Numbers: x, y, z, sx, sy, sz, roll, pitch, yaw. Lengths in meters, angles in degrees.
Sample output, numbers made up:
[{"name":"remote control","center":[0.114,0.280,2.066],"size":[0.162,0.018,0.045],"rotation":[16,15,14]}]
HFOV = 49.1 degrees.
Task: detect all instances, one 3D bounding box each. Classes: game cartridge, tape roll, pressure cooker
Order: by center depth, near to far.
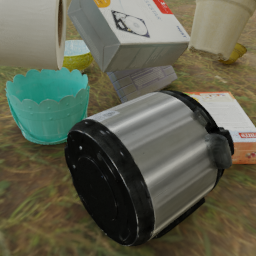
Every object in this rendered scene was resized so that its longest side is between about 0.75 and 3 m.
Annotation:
[{"name":"pressure cooker","center":[0.510,0.573,5.601],"size":[2.847,2.543,2.504],"rotation":[-26,57,-33]},{"name":"tape roll","center":[-2.146,-2.343,6.043],"size":[1.432,2.085,2.085],"rotation":[3,34,-9]},{"name":"game cartridge","center":[0.528,-2.110,10.507],"size":[2.866,1.858,0.550],"rotation":[-29,8,-36]}]

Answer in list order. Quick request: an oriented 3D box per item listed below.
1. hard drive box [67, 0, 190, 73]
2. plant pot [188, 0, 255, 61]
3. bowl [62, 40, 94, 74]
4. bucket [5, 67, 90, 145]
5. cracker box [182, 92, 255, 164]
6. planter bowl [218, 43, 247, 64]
[{"name":"hard drive box","center":[0.106,-3.002,8.359],"size":[2.993,1.150,2.333],"rotation":[-17,70,-40]},{"name":"plant pot","center":[2.266,-2.573,7.120],"size":[1.619,1.482,1.619],"rotation":[17,11,-3]},{"name":"bowl","center":[-2.407,-2.981,12.228],"size":[2.107,1.134,2.107],"rotation":[-1,35,1]},{"name":"bucket","center":[-2.316,-0.699,8.486],"size":[2.404,1.564,2.404],"rotation":[-1,34,0]},{"name":"cracker box","center":[2.459,-0.108,8.271],"size":[1.880,0.810,2.807],"rotation":[0,33,0]},{"name":"planter bowl","center":[4.612,-3.431,13.050],"size":[1.610,0.670,1.610],"rotation":[18,-2,1]}]
